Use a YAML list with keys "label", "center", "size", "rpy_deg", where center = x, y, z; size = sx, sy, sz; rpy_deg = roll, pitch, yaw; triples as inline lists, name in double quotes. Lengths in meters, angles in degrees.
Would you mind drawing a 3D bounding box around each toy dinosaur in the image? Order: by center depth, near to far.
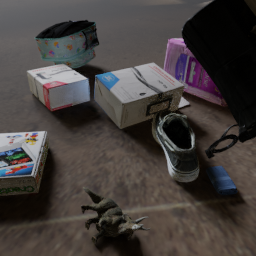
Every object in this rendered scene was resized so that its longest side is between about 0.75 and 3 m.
- label: "toy dinosaur"
  center: [-0.386, 1.669, 5.292]
  size: [0.811, 0.611, 1.587]
  rpy_deg: [-8, 24, -35]

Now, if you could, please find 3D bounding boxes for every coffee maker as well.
- label: "coffee maker"
  center: [1.650, -0.915, 4.297]
  size: [1.905, 1.336, 1.984]
  rpy_deg: [-24, 66, -4]

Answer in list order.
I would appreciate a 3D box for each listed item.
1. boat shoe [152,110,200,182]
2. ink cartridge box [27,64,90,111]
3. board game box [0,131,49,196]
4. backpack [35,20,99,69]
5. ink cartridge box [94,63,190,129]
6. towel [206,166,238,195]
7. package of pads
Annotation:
- label: "boat shoe"
  center: [1.292, 0.112, 7.283]
  size: [1.035, 1.018, 2.872]
  rpy_deg: [-4, 31, -7]
- label: "ink cartridge box"
  center: [-2.551, -1.550, 10.189]
  size: [1.530, 0.891, 2.100]
  rpy_deg: [-20, 35, -30]
- label: "board game box"
  center: [-3.500, 0.822, 6.588]
  size: [2.968, 0.514, 1.874]
  rpy_deg: [-3, 31, -5]
- label: "backpack"
  center: [-2.805, -3.787, 12.804]
  size: [2.270, 1.979, 2.582]
  rpy_deg: [11, 30, 26]
- label: "ink cartridge box"
  center: [0.586, -1.228, 9.265]
  size: [2.963, 1.005, 1.719]
  rpy_deg: [-19, 48, -29]
- label: "towel"
  center: [2.091, 1.185, 6.311]
  size: [0.447, 0.194, 0.801]
  rpy_deg: [-4, 32, -6]
- label: "package of pads"
  center: [2.634, -2.107, 10.209]
  size: [1.130, 1.799, 2.986]
  rpy_deg: [-19, 36, -36]
